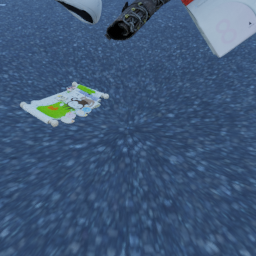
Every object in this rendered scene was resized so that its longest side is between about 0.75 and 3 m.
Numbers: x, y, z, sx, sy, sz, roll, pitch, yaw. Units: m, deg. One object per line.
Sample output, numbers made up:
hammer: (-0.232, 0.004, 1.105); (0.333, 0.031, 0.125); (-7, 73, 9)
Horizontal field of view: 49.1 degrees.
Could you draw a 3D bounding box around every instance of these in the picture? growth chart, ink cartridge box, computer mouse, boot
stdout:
growth chart: (-0.711, -0.305, 3.333); (0.751, 0.092, 1.037); (20, 32, 27)
ink cartridge box: (2.581, -3.620, 7.330); (2.211, 2.720, 0.776); (-36, 22, 11)
computer mouse: (-1.501, -3.529, 6.671); (0.620, 1.550, 2.826); (-3, -14, 40)
boot: (0.727, -2.960, 6.365); (2.387, 0.949, 2.742); (-49, 19, -17)
